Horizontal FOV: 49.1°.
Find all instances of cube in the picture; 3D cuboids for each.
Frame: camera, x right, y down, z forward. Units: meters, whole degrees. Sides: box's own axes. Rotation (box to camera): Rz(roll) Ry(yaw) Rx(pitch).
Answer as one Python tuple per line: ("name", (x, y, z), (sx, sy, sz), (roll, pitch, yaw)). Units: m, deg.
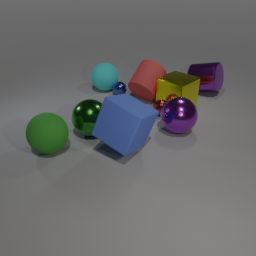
("cube", (-0.080, -0.164, 9.188), (1.400, 1.400, 1.400), (31, 24, 20))
("cube", (2.222, -1.617, 12.639), (1.400, 1.400, 1.400), (26, 39, 37))

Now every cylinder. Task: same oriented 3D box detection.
("cylinder", (3.862, -2.525, 13.960), (1.400, 1.400, 1.400), (5, 27, 36))
("cylinder", (0.914, -2.243, 13.178), (1.400, 1.400, 1.400), (20, 71, 31))

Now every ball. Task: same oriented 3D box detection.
("ball", (-1.185, -2.628, 14.369), (1.400, 1.400, 1.400), (0, 30, 0))
("ball", (-1.408, -0.381, 10.505), (1.400, 1.400, 1.400), (0, 30, 0))
("ball", (1.935, -0.483, 10.632), (1.400, 1.400, 1.400), (0, 30, 0))
("ball", (1.419, -0.890, 12.097), (0.700, 0.700, 0.700), (0, 30, 0))
("ball", (-0.413, -1.970, 13.979), (0.700, 0.700, 0.700), (0, 30, 0))
("ball", (-2.721, 0.173, 9.477), (1.400, 1.400, 1.400), (0, 30, 0))
